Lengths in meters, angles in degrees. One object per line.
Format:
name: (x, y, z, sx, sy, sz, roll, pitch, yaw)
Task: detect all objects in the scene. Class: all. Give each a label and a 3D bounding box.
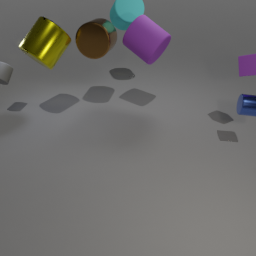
cylinder: (-5.097, -2.205, 11.339, 0.700, 0.700, 0.700, 10, 75, 16)
cylinder: (0.743, -3.483, 11.113, 1.400, 1.400, 1.400, 41, 42, 7)
cube: (4.313, -2.175, 9.647, 0.700, 0.700, 0.700, -14, 12, -37)
cylinder: (-0.076, -5.542, 13.358, 1.400, 1.400, 1.400, -8, 6, -13)
cylinder: (4.080, -0.753, 9.342, 0.700, 0.700, 0.700, 7, 32, 5)
cylinder: (-1.255, -3.655, 11.400, 1.400, 1.400, 1.400, 5, 28, 8)
cylinder: (-3.076, -3.144, 10.473, 1.400, 1.400, 1.400, 30, 85, 39)
